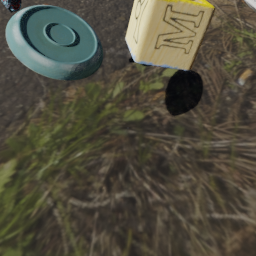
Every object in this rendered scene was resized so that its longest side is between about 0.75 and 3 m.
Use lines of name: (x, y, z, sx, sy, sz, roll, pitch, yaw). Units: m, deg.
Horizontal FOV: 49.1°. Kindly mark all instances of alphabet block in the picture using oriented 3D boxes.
alphabet block: (0.654, -1.785, 4.871, 1.091, 1.112, 1.086, 4, 39, -17)

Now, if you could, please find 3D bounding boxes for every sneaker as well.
sneaker: (-3.021, -3.524, 7.419, 0.621, 0.748, 1.567, -27, 15, -19)

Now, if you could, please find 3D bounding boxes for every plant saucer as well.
plant saucer: (-1.630, -2.133, 6.627, 2.311, 0.317, 2.311, 14, 54, -20)

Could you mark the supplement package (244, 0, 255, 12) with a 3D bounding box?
supplement package: (3.226, -2.918, 5.901, 0.849, 1.193, 1.532, 49, 31, 14)
